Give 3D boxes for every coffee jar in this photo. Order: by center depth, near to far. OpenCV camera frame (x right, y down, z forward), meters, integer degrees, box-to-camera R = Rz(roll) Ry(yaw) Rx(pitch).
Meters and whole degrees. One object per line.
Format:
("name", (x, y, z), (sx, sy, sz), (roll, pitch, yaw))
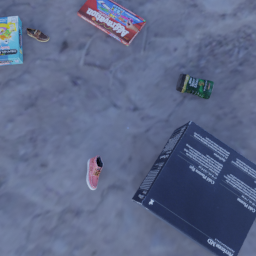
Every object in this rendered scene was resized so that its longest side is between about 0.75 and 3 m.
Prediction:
("coffee jar", (2.193, -1.381, 9.244), (1.154, 0.492, 0.602), (15, 75, 4))

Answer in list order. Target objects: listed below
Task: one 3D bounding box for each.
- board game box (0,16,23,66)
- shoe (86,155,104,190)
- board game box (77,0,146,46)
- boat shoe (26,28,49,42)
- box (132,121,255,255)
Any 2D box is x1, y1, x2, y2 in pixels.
("board game box", (-4.368, -3.017, 9.740), (1.263, 0.393, 1.673), (-7, 75, -2))
("shoe", (-0.983, 1.326, 8.425), (0.355, 0.453, 0.995), (18, 55, -37))
("board game box", (-0.596, -3.971, 10.094), (2.240, 0.218, 1.153), (34, 78, 9))
("boat shoe", (-3.194, -3.311, 9.862), (0.857, 0.308, 0.309), (26, 76, 7))
("box", (1.966, 1.682, 7.624), (2.766, 1.440, 2.519), (35, 75, -1))
